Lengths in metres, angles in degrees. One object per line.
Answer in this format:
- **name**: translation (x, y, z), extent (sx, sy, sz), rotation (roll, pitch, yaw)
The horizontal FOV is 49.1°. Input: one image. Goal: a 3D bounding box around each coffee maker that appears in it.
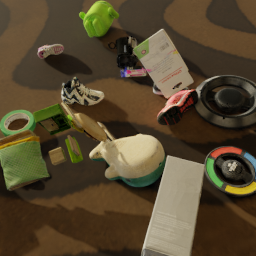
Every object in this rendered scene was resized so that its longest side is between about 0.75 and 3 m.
- **coffee maker**: translation (-0.233, -3.680, 13.845), extent (1.452, 1.018, 1.512), rotation (-15, 46, 17)

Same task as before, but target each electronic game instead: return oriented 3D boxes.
- **electronic game**: translation (3.664, 1.465, 9.730), extent (1.999, 0.416, 1.999), rotation (-1, 51, 1)
- **electronic game**: translation (4.271, -1.168, 11.808), extent (2.975, 0.619, 2.975), rotation (-5, 53, 6)

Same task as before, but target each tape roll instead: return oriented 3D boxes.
- **tape roll**: translation (-4.386, -0.148, 11.178), extent (1.316, 0.316, 1.316), rotation (0, 49, 0)

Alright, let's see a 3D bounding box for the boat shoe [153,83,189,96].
- **boat shoe**: translation (1.922, -1.791, 12.398), extent (1.595, 0.545, 0.589), rotation (9, 50, 6)

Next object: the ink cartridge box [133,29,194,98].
- **ink cartridge box**: translation (1.457, -2.539, 11.182), extent (1.386, 2.367, 0.797), rotation (-31, 12, 17)

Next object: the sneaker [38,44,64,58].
- **sneaker**: translation (-3.995, -4.036, 14.338), extent (1.356, 0.546, 0.600), rotation (-21, 45, -15)

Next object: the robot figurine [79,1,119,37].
- **robot figurine**: translation (-1.564, -6.013, 15.412), extent (2.089, 1.378, 2.381), rotation (0, 49, 25)

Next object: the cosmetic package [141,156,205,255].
- **cosmetic package**: translation (1.345, 2.464, 8.173), extent (1.323, 1.567, 2.933), rotation (12, 49, 9)

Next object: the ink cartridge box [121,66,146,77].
- **ink cartridge box**: translation (0.255, -2.712, 13.417), extent (1.200, 0.222, 0.568), rotation (-6, 50, -2)

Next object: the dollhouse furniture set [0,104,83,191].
- **dollhouse furniture set**: translation (-3.087, 0.683, 9.100), extent (2.726, 1.368, 1.786), rotation (-21, 71, -4)

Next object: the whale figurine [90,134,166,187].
- **whale figurine**: translation (-0.001, 1.122, 9.654), extent (2.746, 1.425, 2.184), rotation (6, 40, 37)

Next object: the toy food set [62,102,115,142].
- **toy food set**: translation (-1.408, 0.028, 9.951), extent (0.454, 2.264, 1.563), rotation (-48, 51, 9)

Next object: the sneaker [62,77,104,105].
- **sneaker**: translation (-1.948, -1.619, 11.849), extent (1.808, 1.177, 0.722), rotation (3, 51, 3)

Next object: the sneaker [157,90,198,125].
- **sneaker**: translation (1.923, -0.851, 11.635), extent (2.183, 0.805, 0.947), rotation (-37, 31, -20)
